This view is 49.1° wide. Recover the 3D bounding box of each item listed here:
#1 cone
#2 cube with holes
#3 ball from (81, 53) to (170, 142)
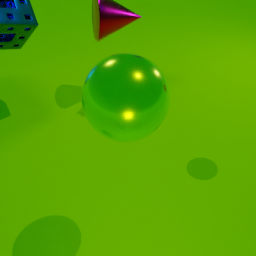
[{"bbox_3d":[-0.269,-3.334,8.403,1.430,1.424,1.424,-6,43,-14],"label":"cone"},{"bbox_3d":[-3.482,-3.017,7.432,1.366,1.366,1.366,-18,87,-43],"label":"cube with holes"},{"bbox_3d":[-0.032,-0.424,4.011,1.257,1.257,1.257,0,43,0],"label":"ball"}]
